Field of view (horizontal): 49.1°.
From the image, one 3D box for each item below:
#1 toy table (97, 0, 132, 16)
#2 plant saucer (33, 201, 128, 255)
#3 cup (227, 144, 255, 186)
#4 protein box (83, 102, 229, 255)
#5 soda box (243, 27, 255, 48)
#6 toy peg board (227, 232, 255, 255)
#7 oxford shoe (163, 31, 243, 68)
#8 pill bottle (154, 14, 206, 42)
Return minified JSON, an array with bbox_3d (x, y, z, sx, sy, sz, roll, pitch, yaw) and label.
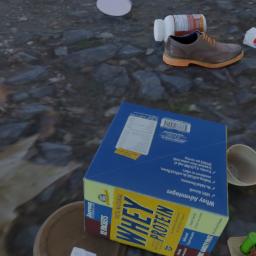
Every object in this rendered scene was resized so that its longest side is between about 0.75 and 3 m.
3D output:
[{"bbox_3d":[-0.533,-6.027,13.099,1.667,1.532,0.976,15,62,8],"label":"toy table"},{"bbox_3d":[-0.930,2.228,5.525,1.866,0.275,1.866,1,45,-1],"label":"plant saucer"},{"bbox_3d":[2.486,0.926,6.438,0.935,0.669,0.935,6,64,-13],"label":"cup"},{"bbox_3d":[0.608,0.956,5.611,2.336,1.587,2.353,13,40,8],"label":"protein box"},{"bbox_3d":[5.454,-3.369,10.979,1.659,0.528,0.565,34,54,30],"label":"soda box"},{"bbox_3d":[2.729,2.493,4.947,1.420,0.694,1.414,-2,45,-2],"label":"toy peg board"},{"bbox_3d":[2.781,-2.881,10.095,2.936,1.070,1.047,-3,45,-3],"label":"oxford shoe"},{"bbox_3d":[2.044,-3.936,11.182,1.900,1.066,1.066,-4,45,-3],"label":"pill bottle"}]
